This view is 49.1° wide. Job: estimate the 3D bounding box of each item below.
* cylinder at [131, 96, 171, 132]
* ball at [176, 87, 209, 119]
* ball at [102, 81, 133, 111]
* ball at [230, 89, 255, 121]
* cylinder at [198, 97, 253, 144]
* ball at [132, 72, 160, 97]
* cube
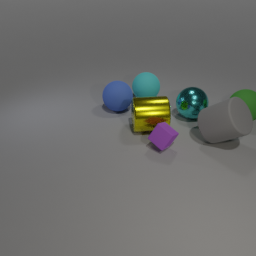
[{"bbox_3d":[0.889,-0.562,11.274,1.400,1.400,1.400,-3,29,-4],"label":"cylinder"},{"bbox_3d":[2.787,-1.090,12.189,1.400,1.400,1.400,0,29,0],"label":"ball"},{"bbox_3d":[-0.479,-1.474,12.912,1.400,1.400,1.400,0,29,0],"label":"ball"},{"bbox_3d":[4.893,-0.918,11.722,1.400,1.400,1.400,0,29,0],"label":"ball"},{"bbox_3d":[3.518,-0.253,10.191,1.400,1.400,1.400,-28,3,-40],"label":"cylinder"},{"bbox_3d":[0.902,-2.075,14.002,1.400,1.400,1.400,0,29,0],"label":"ball"},{"bbox_3d":[1.278,0.286,10.111,0.700,0.700,0.700,41,22,18],"label":"cube"}]
